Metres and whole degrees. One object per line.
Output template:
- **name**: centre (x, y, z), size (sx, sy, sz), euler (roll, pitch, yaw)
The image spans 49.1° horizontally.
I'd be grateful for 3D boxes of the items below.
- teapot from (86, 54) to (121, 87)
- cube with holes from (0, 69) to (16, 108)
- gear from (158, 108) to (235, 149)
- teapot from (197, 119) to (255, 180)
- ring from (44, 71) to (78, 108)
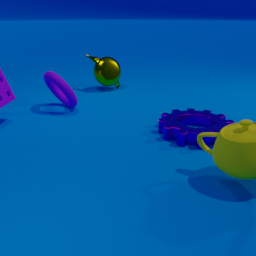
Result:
- **teapot**: centre (-0.922, -2.267, 11.093), size (1.140, 1.834, 0.898), euler (-52, 26, -13)
- **cube with holes**: centre (-4.124, -0.989, 7.430), size (1.296, 1.296, 1.296), euler (-17, 20, 14)
- **gear**: centre (1.756, -0.038, 7.299), size (1.896, 0.351, 1.896), euler (0, 23, 0)
- **teapot**: centre (2.163, 0.308, 4.957), size (1.907, 0.934, 1.186), euler (3, 25, 32)
- **ring**: centre (-2.140, -1.209, 8.900), size (0.279, 1.394, 1.394), euler (-46, 42, -19)
